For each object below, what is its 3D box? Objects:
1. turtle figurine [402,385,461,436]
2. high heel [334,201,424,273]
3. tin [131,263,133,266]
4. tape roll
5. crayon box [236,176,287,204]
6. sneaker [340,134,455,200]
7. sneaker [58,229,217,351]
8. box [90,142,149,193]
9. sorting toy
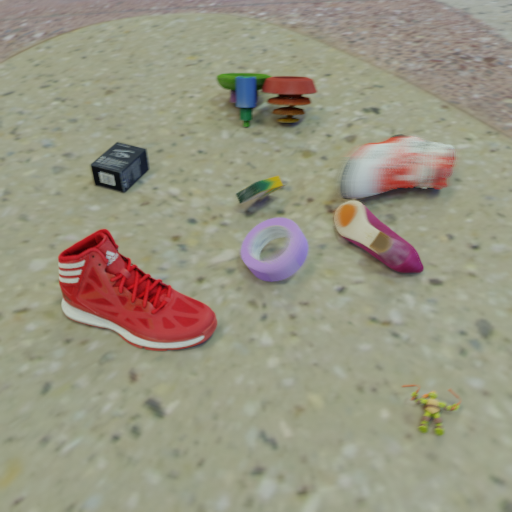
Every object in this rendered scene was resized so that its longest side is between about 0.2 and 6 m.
[{"bbox_3d":[2.487,2.207,8.054,0.851,0.274,0.687,14,50,6],"label":"turtle figurine"},{"bbox_3d":[2.365,-0.374,10.956,1.075,0.755,2.241,31,6,-30],"label":"high heel"},{"bbox_3d":[-2.772,0.304,10.132,1.118,0.234,0.626,-3,12,-4],"label":"tin"},{"bbox_3d":[0.332,-0.125,10.292,1.180,0.387,1.180,-15,50,18],"label":"tape roll"},{"bbox_3d":[0.112,-1.411,11.792,0.616,0.253,0.980,-24,-1,42],"label":"crayon box"},{"bbox_3d":[3.150,-1.842,11.945,1.603,0.999,2.991,22,36,33],"label":"sneaker"},{"bbox_3d":[-2.005,0.523,8.976,2.772,1.601,1.086,8,42,9],"label":"sneaker"},{"bbox_3d":[-3.068,-2.014,12.691,0.826,0.582,1.116,16,43,18],"label":"box"},{"bbox_3d":[0.141,-4.153,14.934,3.007,1.234,1.807,18,27,37],"label":"sorting toy"}]
